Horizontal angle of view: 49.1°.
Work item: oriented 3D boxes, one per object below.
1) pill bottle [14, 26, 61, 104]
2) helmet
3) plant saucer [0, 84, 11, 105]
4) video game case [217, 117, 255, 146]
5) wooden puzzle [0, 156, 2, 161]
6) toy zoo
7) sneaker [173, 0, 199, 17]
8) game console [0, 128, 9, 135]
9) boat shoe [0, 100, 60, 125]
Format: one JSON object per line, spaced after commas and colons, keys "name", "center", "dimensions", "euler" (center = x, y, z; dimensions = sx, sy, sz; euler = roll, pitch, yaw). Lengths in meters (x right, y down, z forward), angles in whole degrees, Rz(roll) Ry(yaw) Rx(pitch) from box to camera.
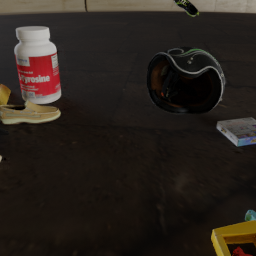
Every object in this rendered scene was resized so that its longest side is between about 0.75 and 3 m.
{"name": "pill bottle", "center": [-3.148, -2.196, 9.779], "dimensions": [1.379, 2.456, 1.379], "euler": [0, 27, 0]}
{"name": "helmet", "center": [1.891, -1.498, 8.881], "dimensions": [2.126, 2.230, 2.230], "euler": [-3, 26, -26]}
{"name": "plant saucer", "center": [-5.221, -1.186, 10.083], "dimensions": [1.676, 0.406, 1.676], "euler": [-7, 28, -13]}
{"name": "video game case", "center": [3.248, 0.085, 7.782], "dimensions": [1.142, 0.259, 1.035], "euler": [-7, 28, -13]}
{"name": "wooden puzzle", "center": [-3.944, 1.118, 5.496], "dimensions": [2.328, 0.539, 2.156], "euler": [-4, 28, -7]}
{"name": "toy zoo", "center": [2.209, 2.106, 3.909], "dimensions": [1.596, 0.249, 2.433], "euler": [-2, 28, -3]}
{"name": "sneaker", "center": [1.909, -3.994, 9.031], "dimensions": [0.986, 0.354, 0.408], "euler": [34, 3, -11]}
{"name": "game console", "center": [-4.482, 0.336, 6.748], "dimensions": [2.305, 1.341, 2.027], "euler": [2, 43, 4]}
{"name": "boat shoe", "center": [-2.985, -0.526, 8.506], "dimensions": [1.776, 0.676, 0.636], "euler": [-7, 28, -13]}
